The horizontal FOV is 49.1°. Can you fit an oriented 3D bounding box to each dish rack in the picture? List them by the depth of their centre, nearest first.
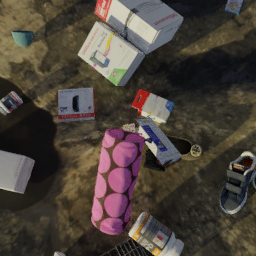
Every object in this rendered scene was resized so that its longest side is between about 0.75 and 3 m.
[{"bbox_3d":[-0.513,5.036,9.117,2.811,0.767,2.156,-27,78,-9],"label":"dish rack"}]

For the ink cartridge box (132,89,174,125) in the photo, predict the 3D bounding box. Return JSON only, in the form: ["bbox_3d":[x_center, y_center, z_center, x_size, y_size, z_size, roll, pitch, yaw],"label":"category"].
[{"bbox_3d":[0.949,-0.821,10.848,1.445,0.486,0.840,24,76,7],"label":"ink cartridge box"}]

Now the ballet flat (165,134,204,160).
[{"bbox_3d":[1.695,0.596,10.424,2.333,0.541,0.786,20,75,5],"label":"ballet flat"}]

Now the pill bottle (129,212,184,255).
[{"bbox_3d":[0.947,3.660,9.351,1.677,0.976,0.976,35,77,10],"label":"pill bottle"}]

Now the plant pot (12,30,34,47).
[{"bbox_3d":[-4.308,-3.682,11.553,0.852,0.852,0.574,3,115,1],"label":"plant pot"}]

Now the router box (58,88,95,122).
[{"bbox_3d":[-2.014,-0.912,10.952,1.372,0.335,1.232,-5,74,-1],"label":"router box"}]

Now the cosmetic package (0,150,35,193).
[{"bbox_3d":[-4.763,1.419,9.956,2.384,1.011,1.283,11,73,5],"label":"cosmetic package"}]

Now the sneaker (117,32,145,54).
[{"bbox_3d":[-0.012,-3.282,11.497,1.493,0.624,0.902,29,67,6],"label":"sneaker"}]

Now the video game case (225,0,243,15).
[{"bbox_3d":[4.690,-5.446,12.354,0.617,0.077,0.862,21,75,6],"label":"video game case"}]

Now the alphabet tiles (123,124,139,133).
[{"bbox_3d":[0.080,0.308,10.753,0.929,0.069,0.950,-7,74,-2],"label":"alphabet tiles"}]

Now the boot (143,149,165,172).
[{"bbox_3d":[1.016,1.187,10.389,0.885,0.327,0.725,14,73,6],"label":"boot"}]

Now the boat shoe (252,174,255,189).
[{"bbox_3d":[5.647,2.436,9.758,2.764,0.860,1.031,39,80,11],"label":"boat shoe"}]

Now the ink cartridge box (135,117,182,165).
[{"bbox_3d":[0.996,0.410,9.770,0.887,0.347,1.872,-8,55,-46],"label":"ink cartridge box"}]

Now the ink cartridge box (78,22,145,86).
[{"bbox_3d":[-0.658,-2.857,10.891,2.102,0.920,1.527,41,111,12],"label":"ink cartridge box"}]

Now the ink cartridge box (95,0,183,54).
[{"bbox_3d":[0.442,-4.455,11.110,2.824,1.170,2.072,42,49,11],"label":"ink cartridge box"}]

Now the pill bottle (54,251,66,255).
[{"bbox_3d":[-2.450,4.692,9.287,0.539,0.539,1.034,20,76,6],"label":"pill bottle"}]

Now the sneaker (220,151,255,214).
[{"bbox_3d":[3.804,1.822,9.784,0.891,0.903,2.273,15,64,43],"label":"sneaker"}]

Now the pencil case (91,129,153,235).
[{"bbox_3d":[-0.239,1.544,8.407,1.356,1.399,2.987,16,102,16],"label":"pencil case"}]

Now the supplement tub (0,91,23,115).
[{"bbox_3d":[-4.578,-0.959,10.831,0.842,0.591,0.591,-41,78,-10],"label":"supplement tub"}]
